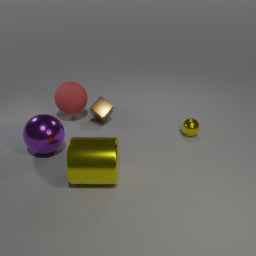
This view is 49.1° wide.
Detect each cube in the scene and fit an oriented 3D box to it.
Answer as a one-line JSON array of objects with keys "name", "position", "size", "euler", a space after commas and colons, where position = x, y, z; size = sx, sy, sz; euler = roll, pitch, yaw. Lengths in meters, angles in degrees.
[{"name": "cube", "position": [-1.098, -0.744, 11.750], "size": [0.700, 0.700, 0.700], "euler": [38, 73, 8]}]

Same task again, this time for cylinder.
[{"name": "cylinder", "position": [-0.988, 0.967, 8.340], "size": [1.400, 1.400, 1.400], "euler": [0, 29, 1]}]

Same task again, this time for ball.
[{"name": "ball", "position": [2.447, -0.035, 10.912], "size": [0.700, 0.700, 0.700], "euler": [0, 29, 0]}, {"name": "ball", "position": [-2.428, -1.287, 11.951], "size": [1.400, 1.400, 1.400], "euler": [0, 29, 0]}, {"name": "ball", "position": [-2.911, 0.212, 9.734], "size": [1.400, 1.400, 1.400], "euler": [0, 29, 0]}]
